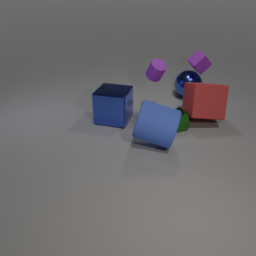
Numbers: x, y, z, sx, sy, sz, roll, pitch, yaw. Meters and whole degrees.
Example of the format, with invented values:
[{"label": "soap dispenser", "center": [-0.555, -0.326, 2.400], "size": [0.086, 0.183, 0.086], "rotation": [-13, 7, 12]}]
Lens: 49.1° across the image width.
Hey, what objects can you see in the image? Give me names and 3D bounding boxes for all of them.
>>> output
[{"label": "cube", "center": [-0.620, -1.002, 12.008], "size": [1.400, 1.400, 1.400], "rotation": [8, 29, 13]}, {"label": "ball", "center": [3.058, -2.217, 14.189], "size": [1.400, 1.400, 1.400], "rotation": [0, 30, 0]}, {"label": "cube", "center": [2.024, -0.325, 11.449], "size": [0.700, 0.700, 0.700], "rotation": [-20, 33, -10]}, {"label": "cube", "center": [3.374, -3.097, 13.198], "size": [0.700, 0.700, 0.700], "rotation": [-43, 39, 13]}, {"label": "cylinder", "center": [1.183, -2.427, 11.789], "size": [0.700, 0.700, 0.700], "rotation": [11, 53, -15]}, {"label": "cylinder", "center": [1.014, -0.147, 9.989], "size": [1.400, 1.400, 1.400], "rotation": [18, 32, 3]}, {"label": "cube", "center": [3.171, -1.146, 11.704], "size": [1.400, 1.400, 1.400], "rotation": [3, 9, -8]}]
